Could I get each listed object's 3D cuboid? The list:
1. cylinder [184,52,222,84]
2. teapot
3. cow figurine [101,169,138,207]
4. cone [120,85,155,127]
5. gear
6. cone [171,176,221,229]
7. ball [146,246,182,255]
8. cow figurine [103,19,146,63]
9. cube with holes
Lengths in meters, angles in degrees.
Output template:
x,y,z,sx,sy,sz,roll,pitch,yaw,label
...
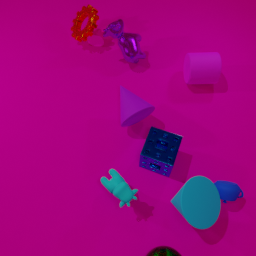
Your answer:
x,y,z,sx,sy,sz,roll,pitch,yaw,label
2.310,-1.865,8.771,0.961,0.961,0.961,-2,62,-1,cylinder
2.383,1.585,6.897,1.060,0.659,0.519,7,91,-13,teapot
-0.187,1.490,6.815,0.570,1.039,1.022,-43,67,-10,cow figurine
0.035,-0.772,8.030,1.097,1.097,1.101,-26,77,-13,cone
-1.478,-3.549,9.512,1.224,0.226,1.224,-13,70,40,gear
1.355,1.744,6.631,1.136,1.140,1.136,7,74,-27,cone
0.795,3.100,6.117,0.980,0.980,0.980,0,62,0,ball
-0.113,-2.746,8.955,1.362,0.760,1.384,-8,80,-50,cow figurine
0.862,0.645,7.500,0.872,0.872,0.872,19,63,10,cube with holes
